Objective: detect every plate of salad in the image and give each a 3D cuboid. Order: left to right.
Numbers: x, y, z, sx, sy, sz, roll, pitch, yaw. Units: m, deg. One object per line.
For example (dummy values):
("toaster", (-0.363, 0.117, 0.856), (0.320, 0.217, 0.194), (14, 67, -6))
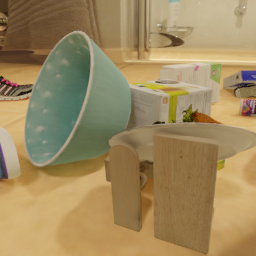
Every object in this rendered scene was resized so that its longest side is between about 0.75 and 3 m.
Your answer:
("plate of salad", (0.836, 0.167, 4.401), (2.267, 0.545, 2.267), (1, -16, 0))

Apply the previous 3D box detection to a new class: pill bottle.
("pill bottle", (4.431, -0.680, 9.720), (1.027, 0.572, 0.572), (8, 21, 22))

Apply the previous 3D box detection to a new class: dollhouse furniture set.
("dollhouse furniture set", (0.579, 0.411, 4.636), (1.949, 1.670, 2.050), (8, 27, 23))

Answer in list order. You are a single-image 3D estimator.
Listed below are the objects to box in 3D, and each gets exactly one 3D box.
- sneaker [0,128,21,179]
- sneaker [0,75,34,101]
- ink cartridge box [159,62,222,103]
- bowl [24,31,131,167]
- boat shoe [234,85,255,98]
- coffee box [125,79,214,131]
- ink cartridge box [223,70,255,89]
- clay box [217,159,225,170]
("sneaker", (-3.473, 0.590, 5.435), (1.950, 1.073, 2.663), (-20, 28, -38))
("sneaker", (-5.361, -1.829, 12.024), (2.761, 1.208, 1.019), (-5, 20, -13))
("ink cartridge box", (2.220, -1.672, 10.952), (2.734, 1.601, 0.920), (-9, 21, -21))
("bowl", (-1.021, -0.483, 6.384), (1.547, 2.957, 2.957), (17, 6, -37))
("boat shoe", (5.594, -1.655, 12.540), (1.640, 0.606, 0.495), (-7, 23, 6))
("coffee box", (0.901, -0.255, 6.910), (1.598, 1.616, 1.614), (-12, 23, -31))
("ink cartridge box", (5.564, -2.217, 12.865), (1.486, 0.586, 2.987), (1, 3, 0))
("clay box", (1.543, 0.782, 6.058), (0.979, 0.233, 0.563), (-11, 23, -30))
